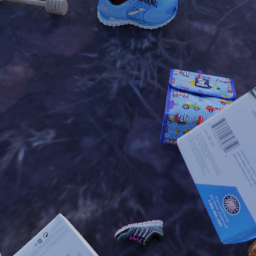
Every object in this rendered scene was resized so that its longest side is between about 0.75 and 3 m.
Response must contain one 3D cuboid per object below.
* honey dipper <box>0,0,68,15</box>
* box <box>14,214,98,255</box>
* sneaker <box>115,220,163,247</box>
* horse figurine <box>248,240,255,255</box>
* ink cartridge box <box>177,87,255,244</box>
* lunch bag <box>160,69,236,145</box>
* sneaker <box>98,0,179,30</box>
[{"bbox_3d":[-3.426,-4.423,9.756,2.697,0.512,0.512,15,63,11],"label":"honey dipper"},{"bbox_3d":[-1.415,2.708,5.715,1.268,0.833,1.274,-41,69,-19],"label":"box"},{"bbox_3d":[0.277,2.365,6.135,1.111,0.410,0.486,-8,56,-10],"label":"sneaker"},{"bbox_3d":[3.135,2.429,6.155,0.849,0.320,1.281,21,64,11],"label":"horse figurine"},{"bbox_3d":[2.409,0.396,4.460,2.659,1.113,1.929,-37,52,26],"label":"ink cartridge box"},{"bbox_3d":[1.931,-0.696,7.565,1.803,1.126,2.395,9,50,6],"label":"lunch bag"},{"bbox_3d":[0.332,-3.988,9.078,2.696,1.213,1.057,-2,62,-1],"label":"sneaker"}]
